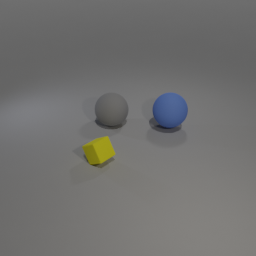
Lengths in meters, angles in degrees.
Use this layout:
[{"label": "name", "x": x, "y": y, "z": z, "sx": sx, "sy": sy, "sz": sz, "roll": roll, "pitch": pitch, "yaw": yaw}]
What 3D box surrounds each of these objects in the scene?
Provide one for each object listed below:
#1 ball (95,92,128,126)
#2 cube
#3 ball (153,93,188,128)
[{"label": "ball", "x": -0.679, "y": -0.771, "z": 11.640, "sx": 1.400, "sy": 1.400, "sz": 1.400, "roll": 0, "pitch": 30, "yaw": 0}, {"label": "cube", "x": -0.988, "y": 0.760, "z": 9.477, "sx": 0.700, "sy": 0.700, "sz": 0.700, "roll": -29, "pitch": 10, "yaw": -40}, {"label": "ball", "x": 1.684, "y": -0.716, "z": 11.218, "sx": 1.400, "sy": 1.400, "sz": 1.400, "roll": 0, "pitch": 30, "yaw": 0}]
